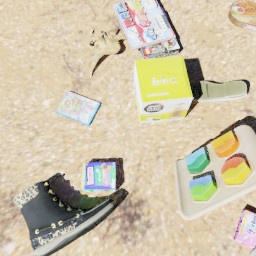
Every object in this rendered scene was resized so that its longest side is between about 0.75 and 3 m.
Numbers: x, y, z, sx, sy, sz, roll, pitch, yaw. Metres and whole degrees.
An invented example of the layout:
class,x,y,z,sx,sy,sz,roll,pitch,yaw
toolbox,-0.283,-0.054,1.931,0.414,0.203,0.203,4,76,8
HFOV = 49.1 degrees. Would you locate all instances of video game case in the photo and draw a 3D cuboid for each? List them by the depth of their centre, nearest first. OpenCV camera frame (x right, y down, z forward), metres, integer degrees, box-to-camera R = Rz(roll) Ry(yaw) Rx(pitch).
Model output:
class,x,y,z,sx,sy,sz,roll,pitch,yaw
video game case,-1.946,-0.777,10.942,1.445,0.129,1.034,21,69,8

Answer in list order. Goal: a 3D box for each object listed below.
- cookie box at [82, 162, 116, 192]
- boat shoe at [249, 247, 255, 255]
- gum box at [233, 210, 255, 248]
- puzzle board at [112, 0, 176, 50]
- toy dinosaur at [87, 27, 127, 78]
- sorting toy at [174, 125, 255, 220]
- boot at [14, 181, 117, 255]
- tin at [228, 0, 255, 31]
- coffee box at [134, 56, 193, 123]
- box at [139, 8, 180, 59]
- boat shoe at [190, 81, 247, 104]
class,x,y,z,sx,sy,sz,roll,pitch,yaw
cookie box,-0.993,1.705,9.712,1.148,0.431,0.982,-1,62,0
boat shoe,4.256,3.907,8.784,0.494,0.505,1.417,38,75,16
gum box,3.910,3.305,9.124,0.604,0.352,1.065,25,70,9
puzzle board,0.646,-4.639,12.018,1.956,0.226,2.595,-18,69,-7
toy dinosaur,-1.048,-3.445,11.705,1.368,0.788,2.706,39,73,13
sorting toy,2.699,1.197,8.531,2.860,0.522,2.647,-31,25,21
boot,-2.073,2.517,9.092,2.914,1.052,2.201,-30,68,-12
tin,5.665,-4.947,12.510,2.339,0.490,1.310,19,65,8
coffee box,1.197,-1.364,10.301,1.763,1.746,1.766,-6,68,-3
box,1.109,-4.048,12.132,1.567,0.432,2.294,-15,68,-6
boat shoe,3.327,-1.293,10.798,2.309,0.790,0.863,4,71,24
